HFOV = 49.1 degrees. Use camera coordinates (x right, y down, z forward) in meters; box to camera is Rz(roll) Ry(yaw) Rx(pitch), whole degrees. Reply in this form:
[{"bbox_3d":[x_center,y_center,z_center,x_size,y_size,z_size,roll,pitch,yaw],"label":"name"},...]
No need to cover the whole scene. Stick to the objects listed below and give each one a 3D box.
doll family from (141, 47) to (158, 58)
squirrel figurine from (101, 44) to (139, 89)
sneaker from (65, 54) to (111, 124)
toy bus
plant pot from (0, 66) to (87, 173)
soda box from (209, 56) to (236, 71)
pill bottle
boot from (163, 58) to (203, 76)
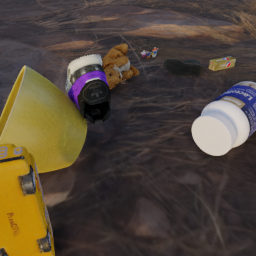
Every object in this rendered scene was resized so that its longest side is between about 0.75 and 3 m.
[{"bbox_3d":[1.177,-3.921,14.791,0.965,0.435,0.599,-12,40,13],"label":"doll family"},{"bbox_3d":[-0.849,-2.303,11.803,2.166,1.533,2.021,-1,43,24],"label":"squirrel figurine"},{"bbox_3d":[-1.039,-0.745,7.630,1.013,1.450,2.915,-19,-6,-10],"label":"sneaker"},{"bbox_3d":[-1.936,1.437,4.914,0.924,2.840,1.112,-9,36,-13],"label":"toy bus"},{"bbox_3d":[-2.281,0.065,7.407,1.984,2.795,2.795,22,26,-27],"label":"plant pot"},{"bbox_3d":[4.558,-3.121,13.551,1.275,0.408,0.432,-16,37,-21],"label":"soda box"},{"bbox_3d":[3.180,-0.311,8.571,1.523,1.523,2.631,28,44,34],"label":"pill bottle"},{"bbox_3d":[2.577,-2.989,13.247,1.824,0.707,1.262,16,31,-1],"label":"boot"}]
